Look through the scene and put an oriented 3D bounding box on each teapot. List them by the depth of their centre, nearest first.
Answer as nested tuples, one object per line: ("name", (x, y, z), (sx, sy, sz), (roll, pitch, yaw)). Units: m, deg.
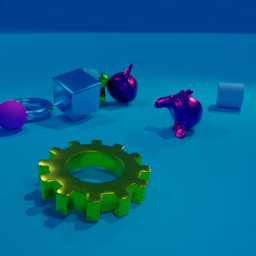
("teapot", (-0.151, -1.664, 10.765), (1.269, 2.041, 0.999), (29, 65, 4))

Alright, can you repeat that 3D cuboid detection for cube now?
("cube", (-1.669, -1.098, 9.106), (1.097, 1.097, 1.097), (-30, 55, -35))

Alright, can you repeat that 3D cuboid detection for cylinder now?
("cylinder", (3.771, -1.212, 10.390), (0.890, 0.890, 0.890), (6, 21, 16))

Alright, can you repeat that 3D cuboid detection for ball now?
("ball", (-3.403, -0.371, 8.179), (0.874, 0.874, 0.874), (0, 21, 0))

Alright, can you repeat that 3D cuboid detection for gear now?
("gear", (-0.619, 0.857, 5.265), (2.027, 0.375, 2.027), (6, 24, -3))

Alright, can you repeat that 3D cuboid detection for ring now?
("ring", (-3.471, -0.644, 9.585), (1.834, 0.367, 1.834), (1, 22, 0))

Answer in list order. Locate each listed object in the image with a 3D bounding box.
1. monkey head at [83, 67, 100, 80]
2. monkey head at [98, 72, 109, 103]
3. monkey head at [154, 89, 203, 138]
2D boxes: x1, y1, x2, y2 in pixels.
("monkey head", (-1.785, -2.307, 12.789), (0.751, 0.897, 1.247), (43, 25, 9))
("monkey head", (-1.330, -1.478, 10.432), (1.075, 1.283, 1.784), (-9, 56, -37))
("monkey head", (1.515, -0.500, 8.298), (1.315, 1.101, 1.827), (-5, 30, 30))
